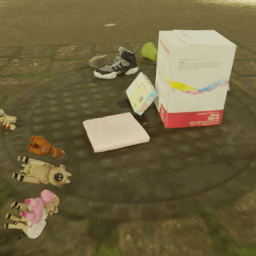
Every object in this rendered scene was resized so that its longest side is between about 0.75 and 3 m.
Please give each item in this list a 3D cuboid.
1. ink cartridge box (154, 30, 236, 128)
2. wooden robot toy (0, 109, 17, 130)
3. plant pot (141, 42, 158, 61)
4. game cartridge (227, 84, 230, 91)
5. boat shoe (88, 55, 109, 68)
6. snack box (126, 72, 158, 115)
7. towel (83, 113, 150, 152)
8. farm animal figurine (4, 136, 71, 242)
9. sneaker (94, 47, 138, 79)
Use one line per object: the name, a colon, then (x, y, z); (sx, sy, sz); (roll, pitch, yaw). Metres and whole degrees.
ink cartridge box: (2.058, -1.701, 9.336); (1.971, 2.725, 1.980); (-3, 33, -5)
wooden robot toy: (-3.923, -0.261, 9.298); (0.929, 0.409, 0.422); (37, 22, 19)
plant pot: (1.263, -3.912, 14.714); (0.861, 0.861, 0.818); (-22, 52, -30)
game cartridge: (3.924, -1.895, 12.015); (0.704, 0.219, 1.057); (1, 32, 10)
boat shoe: (-1.551, -3.326, 14.034); (0.528, 0.536, 1.440); (9, 24, 31)
snack box: (0.481, -1.306, 10.381); (0.319, 0.999, 1.719); (30, 22, -27)
towel: (-0.421, 0.110, 8.807); (1.715, 0.277, 1.638); (-12, 34, -18)
farm animal figurine: (-1.726, 1.267, 5.722); (0.993, 1.594, 1.974); (20, 42, -30)
sneaker: (-0.548, -3.033, 12.813); (2.163, 1.231, 0.816); (-15, 35, -21)
